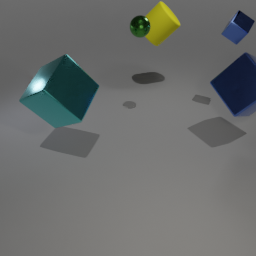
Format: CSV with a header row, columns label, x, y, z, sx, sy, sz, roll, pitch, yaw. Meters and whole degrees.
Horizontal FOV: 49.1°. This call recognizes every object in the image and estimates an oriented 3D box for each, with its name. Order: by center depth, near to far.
label,x,y,z,sx,sy,sz,roll,pitch,yaw
cube,-1.972,-1.013,8.175,1.400,1.400,1.400,-10,49,43
cube,3.768,-1.314,8.868,1.400,1.400,1.400,-4,59,-50
ball,0.403,-3.379,9.335,0.700,0.700,0.700,0,32,0
cube,3.912,-3.574,9.982,0.700,0.700,0.700,35,67,-1
cylinder,1.431,-4.756,12.851,1.400,1.400,1.400,36,32,-27
